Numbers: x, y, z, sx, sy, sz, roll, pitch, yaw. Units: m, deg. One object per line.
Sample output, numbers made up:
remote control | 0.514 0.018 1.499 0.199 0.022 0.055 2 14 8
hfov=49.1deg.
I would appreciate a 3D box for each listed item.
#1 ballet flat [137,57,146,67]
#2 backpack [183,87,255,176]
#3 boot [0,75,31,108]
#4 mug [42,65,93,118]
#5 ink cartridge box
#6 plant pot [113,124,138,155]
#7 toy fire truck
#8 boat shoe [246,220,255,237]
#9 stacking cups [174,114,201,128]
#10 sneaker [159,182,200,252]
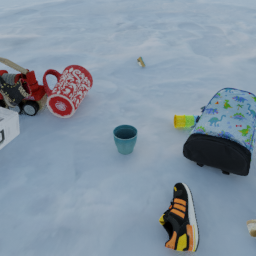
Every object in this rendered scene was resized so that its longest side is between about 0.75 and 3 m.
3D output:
ballet flat | 0.720 -3.605 15.479 0.338 0.368 1.073 -27 33 10
backpack | 3.274 -0.054 9.221 2.166 2.041 2.655 18 39 30
boot | -4.008 -1.443 9.723 0.969 1.287 0.471 -25 5 22
mug | -2.675 -1.524 11.803 1.915 1.439 2.157 4 41 9
ink cartridge box | -5.170 0.294 9.169 1.706 0.997 2.940 16 32 9
plant pot | -0.093 0.437 9.578 0.843 0.792 0.843 0 37 0
toy fire truck | -4.643 -1.834 11.083 2.309 2.624 1.688 6 37 7
boat shoe | 3.632 2.457 7.145 1.220 0.450 0.422 -2 37 -7
stacking cups | 2.682 -0.246 10.775 1.779 0.538 0.538 1 37 -3
sneaker | 1.230 2.200 7.277 0.897 0.698 1.995 2 39 -3
